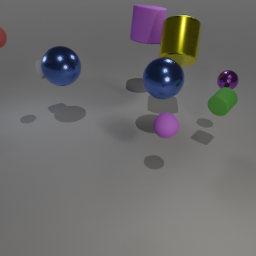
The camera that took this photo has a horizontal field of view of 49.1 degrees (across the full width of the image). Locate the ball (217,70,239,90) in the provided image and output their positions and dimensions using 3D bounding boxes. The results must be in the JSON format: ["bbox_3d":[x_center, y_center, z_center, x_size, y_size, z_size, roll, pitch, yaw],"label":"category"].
[{"bbox_3d":[3.404,-1.618,9.562,0.700,0.700,0.700,0,31,0],"label":"ball"}]

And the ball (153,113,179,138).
[{"bbox_3d":[1.032,-0.067,7.593,0.700,0.700,0.700,0,31,0],"label":"ball"}]

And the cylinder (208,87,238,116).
[{"bbox_3d":[3.028,-0.840,8.955,0.700,0.700,0.700,24,47,34],"label":"cylinder"}]

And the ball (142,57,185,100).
[{"bbox_3d":[1.189,-1.662,9.428,1.400,1.400,1.400,0,31,0],"label":"ball"}]

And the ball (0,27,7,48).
[{"bbox_3d":[-4.004,-2.725,8.372,0.700,0.700,0.700,0,31,0],"label":"ball"}]

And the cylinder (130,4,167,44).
[{"bbox_3d":[0.852,-4.425,11.945,1.400,1.400,1.400,6,27,-3],"label":"cylinder"}]

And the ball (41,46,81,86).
[{"bbox_3d":[-2.375,-2.196,9.989,1.400,1.400,1.400,0,31,0],"label":"ball"}]

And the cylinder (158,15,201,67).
[{"bbox_3d":[1.884,-3.119,10.208,1.400,1.400,1.400,8,-4,1],"label":"cylinder"}]

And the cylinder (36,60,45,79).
[{"bbox_3d":[-3.082,-2.297,10.782,0.700,0.700,0.700,-21,37,-33],"label":"cylinder"}]
